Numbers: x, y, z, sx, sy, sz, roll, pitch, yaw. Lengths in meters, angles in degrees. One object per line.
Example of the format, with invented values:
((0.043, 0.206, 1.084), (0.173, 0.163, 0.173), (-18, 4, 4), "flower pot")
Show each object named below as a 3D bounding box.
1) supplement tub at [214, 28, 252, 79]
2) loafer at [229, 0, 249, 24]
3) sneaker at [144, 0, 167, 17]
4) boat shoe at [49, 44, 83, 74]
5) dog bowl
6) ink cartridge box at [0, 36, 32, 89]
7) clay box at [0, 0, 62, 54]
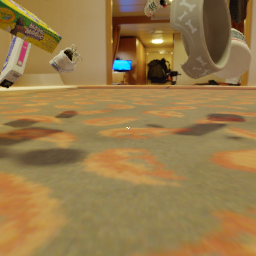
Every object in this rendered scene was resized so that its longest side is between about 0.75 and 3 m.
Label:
((3.508, -2.658, 9.805), (1.324, 1.324, 1.887), (2, 35, 13), "supplement tub")
((2.585, -3.053, 6.169), (0.501, 1.411, 0.515), (-2, 14, -4), "loafer")
((0.799, -3.414, 7.789), (0.380, 0.504, 1.079), (-40, -8, -24), "sneaker")
((-2.257, -2.728, 10.718), (0.966, 0.837, 2.266), (-41, 10, 12), "boat shoe")
((2.097, -2.669, 7.604), (0.766, 2.611, 2.611), (2, 9, 38), "dog bowl")
((-3.428, -2.419, 8.756), (0.423, 2.283, 1.081), (23, -32, -37), "ink cartridge box")
((-2.817, -2.667, 6.488), (1.393, 0.577, 2.424), (42, 11, 22), "clay box")
